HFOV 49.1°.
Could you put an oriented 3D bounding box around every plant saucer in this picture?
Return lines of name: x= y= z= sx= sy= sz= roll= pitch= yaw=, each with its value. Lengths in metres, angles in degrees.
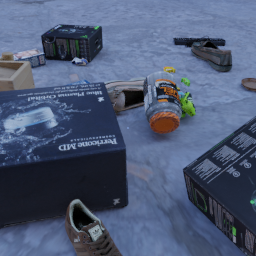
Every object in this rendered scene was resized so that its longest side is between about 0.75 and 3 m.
plant saucer: x=4.736 y=-1.615 z=10.522 sx=0.970 sy=0.178 sz=0.970 roll=1 pitch=34 yaw=0

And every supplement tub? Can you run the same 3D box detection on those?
supplement tub: x=0.980 y=-0.734 z=8.083 sx=1.022 sy=1.022 sz=1.669 roll=-1 pitch=54 yaw=-2

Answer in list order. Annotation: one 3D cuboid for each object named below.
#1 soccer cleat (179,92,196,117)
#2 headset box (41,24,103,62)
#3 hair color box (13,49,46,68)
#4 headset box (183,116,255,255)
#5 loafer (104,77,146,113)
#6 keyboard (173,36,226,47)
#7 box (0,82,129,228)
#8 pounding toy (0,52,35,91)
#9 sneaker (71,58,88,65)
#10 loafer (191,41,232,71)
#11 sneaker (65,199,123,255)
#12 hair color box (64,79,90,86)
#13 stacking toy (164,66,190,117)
soccer cleat: x=1.874 y=-0.744 z=8.791 sx=0.447 sy=0.537 sz=1.325 roll=-33 pitch=16 yaw=22
headset box: x=-2.470 y=-4.054 z=13.258 sx=2.417 sy=1.121 sz=2.104 roll=7 pitch=35 yaw=10
hair color box: x=-4.567 y=-2.882 z=12.057 sx=1.781 sy=0.539 sz=0.891 roll=-25 pitch=41 yaw=-32
headset box: x=2.624 y=1.182 z=5.081 sx=2.116 sy=1.127 sz=2.430 roll=-33 pitch=43 yaw=-15
loafer: x=-0.144 y=-0.989 z=8.981 sx=2.745 sy=0.987 sz=0.863 roll=-21 pitch=46 yaw=-32
keyboard: x=3.804 y=-4.689 z=14.734 sx=2.732 sy=0.541 sz=1.422 roll=0 pitch=34 yaw=2
box: x=-1.634 y=0.387 z=6.269 sx=2.803 sy=1.673 sz=2.850 roll=-7 pitch=36 yaw=-10
pounding toy: x=-4.486 y=-1.713 z=9.784 sx=2.219 sy=1.156 sz=2.526 roll=2 pitch=34 yaw=3
sneaker: x=-2.123 y=-2.860 z=12.300 sx=0.812 sy=0.306 sz=0.358 roll=14 pitch=47 yaw=32
loafer: x=3.797 y=-3.487 z=12.606 sx=1.040 sy=0.911 sz=2.895 roll=-10 pitch=35 yaw=-14
sneaker: x=-0.551 y=2.013 z=4.687 sx=0.693 sy=0.743 sz=1.967 roll=-24 pitch=40 yaw=-30
hair color box: x=-1.948 y=-0.810 z=8.685 sx=1.803 sy=0.902 sz=0.546 roll=-23 pitch=41 yaw=-30
stacking toy: x=1.486 y=-1.168 z=8.913 sx=0.365 sy=1.170 sz=1.552 roll=-8 pitch=32 yaw=-13
